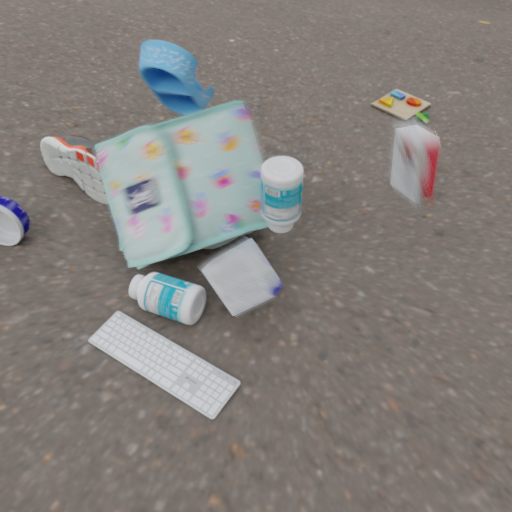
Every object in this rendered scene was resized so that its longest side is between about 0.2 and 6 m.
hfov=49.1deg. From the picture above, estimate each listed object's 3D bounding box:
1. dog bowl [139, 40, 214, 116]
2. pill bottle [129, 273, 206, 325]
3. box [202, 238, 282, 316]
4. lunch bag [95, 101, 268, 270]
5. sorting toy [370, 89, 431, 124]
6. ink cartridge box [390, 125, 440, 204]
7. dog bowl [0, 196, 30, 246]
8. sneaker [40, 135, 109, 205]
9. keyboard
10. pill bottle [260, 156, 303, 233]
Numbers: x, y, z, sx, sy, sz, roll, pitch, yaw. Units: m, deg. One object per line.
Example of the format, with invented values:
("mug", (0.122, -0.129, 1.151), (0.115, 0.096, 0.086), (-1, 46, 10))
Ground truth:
("dog bowl", (-1.798, -3.864, 12.500), (1.285, 2.306, 0.572), (12, 78, 17))
("pill bottle", (-1.666, 0.748, 10.389), (1.346, 0.746, 0.746), (16, 45, 18))
("box", (-0.241, 0.375, 9.744), (0.932, 1.013, 0.532), (-28, 9, 31))
("lunch bag", (-1.412, -1.347, 11.069), (3.080, 2.624, 1.878), (-17, 4, -12))
("sorting toy", (4.423, -4.324, 16.179), (1.359, 0.271, 1.838), (-31, 51, -29))
("ink cartridge box", (2.975, -1.675, 10.322), (0.486, 1.158, 1.017), (-12, 34, -14))
("dog bowl", (-5.319, -0.735, 11.758), (1.039, 1.039, 0.409), (9, 41, 10))
("sneaker", (-3.815, -2.286, 13.385), (3.118, 1.202, 1.277), (31, 45, 28))
("keyboard", (-1.635, 1.822, 9.669), (2.824, 0.151, 0.795), (25, 48, 24))
("pill bottle", (0.449, -1.051, 10.038), (0.748, 1.350, 0.748), (0, 46, 0))
